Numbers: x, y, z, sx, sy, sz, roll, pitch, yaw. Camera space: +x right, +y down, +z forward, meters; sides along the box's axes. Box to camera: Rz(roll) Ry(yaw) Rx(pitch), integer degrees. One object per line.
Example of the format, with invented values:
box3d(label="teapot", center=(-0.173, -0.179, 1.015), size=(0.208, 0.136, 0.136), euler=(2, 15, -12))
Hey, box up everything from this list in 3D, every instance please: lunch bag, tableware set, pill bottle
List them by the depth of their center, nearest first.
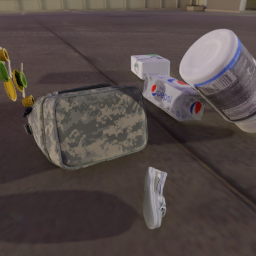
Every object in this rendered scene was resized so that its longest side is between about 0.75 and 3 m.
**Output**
box3d(label="lunch bag", center=(-1.062, -0.152, 6.826), size=(2.459, 1.713, 2.062), euler=(-15, 12, -32))
box3d(label="pill bottle", center=(2.771, -1.099, 7.333), size=(2.736, 1.557, 1.557), euler=(36, 10, -30))
box3d(label="tableware set", center=(-3.520, -1.522, 8.808), size=(0.386, 2.513, 1.693), euler=(-14, 64, -5))

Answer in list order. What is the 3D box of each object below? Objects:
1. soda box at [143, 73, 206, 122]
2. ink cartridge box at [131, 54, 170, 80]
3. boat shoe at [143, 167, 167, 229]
box3d(label="soda box", center=(1.436, -1.098, 9.270), size=(0.830, 0.893, 2.617), euler=(-2, 24, -24))
box3d(label="ink cartridge box", center=(1.018, -2.865, 12.987), size=(1.346, 0.775, 1.844), euler=(-7, 25, -13))
box3d(label="boat shoe", center=(0.537, 1.246, 5.149), size=(0.437, 0.503, 1.364), euler=(11, 29, -3))
